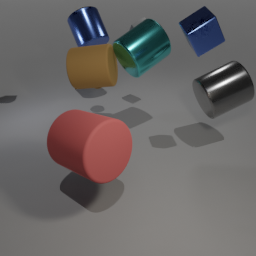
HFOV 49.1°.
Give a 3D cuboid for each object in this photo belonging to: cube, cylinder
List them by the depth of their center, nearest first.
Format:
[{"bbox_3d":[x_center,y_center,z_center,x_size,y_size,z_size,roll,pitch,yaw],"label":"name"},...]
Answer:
[{"bbox_3d":[-0.861,0.370,6.318,1.400,1.400,1.400,15,31,42],"label":"cylinder"},{"bbox_3d":[1.714,-2.246,6.527,0.700,0.700,0.700,-30,40,15],"label":"cube"},{"bbox_3d":[2.999,-1.209,8.927,1.400,1.400,1.400,-26,31,1],"label":"cylinder"},{"bbox_3d":[0.453,-2.612,9.232,1.400,1.400,1.400,-38,40,-11],"label":"cylinder"},{"bbox_3d":[-1.177,-2.064,9.492,1.400,1.400,1.400,-3,28,12],"label":"cylinder"},{"bbox_3d":[0.510,-3.707,10.918,0.700,0.700,0.700,-38,86,-21],"label":"cube"},{"bbox_3d":[-1.686,-4.183,11.985,1.400,1.400,1.400,-23,-1,0],"label":"cylinder"}]

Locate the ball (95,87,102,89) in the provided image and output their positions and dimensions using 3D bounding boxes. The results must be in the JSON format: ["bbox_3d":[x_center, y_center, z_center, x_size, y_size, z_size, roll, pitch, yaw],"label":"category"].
[{"bbox_3d":[-1.265,-1.966,11.549,0.700,0.700,0.700,0,29,0],"label":"ball"}]
